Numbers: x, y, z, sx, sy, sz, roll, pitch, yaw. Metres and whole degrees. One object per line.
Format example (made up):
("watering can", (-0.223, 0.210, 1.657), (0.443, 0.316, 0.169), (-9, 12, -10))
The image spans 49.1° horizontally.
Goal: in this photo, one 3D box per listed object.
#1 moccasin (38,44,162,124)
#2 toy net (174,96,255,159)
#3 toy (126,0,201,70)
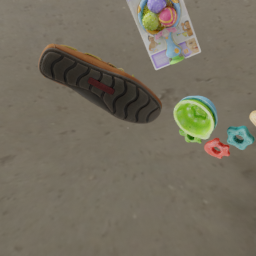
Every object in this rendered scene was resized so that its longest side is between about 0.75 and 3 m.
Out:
("moccasin", (-0.528, -0.957, 6.150), (2.808, 1.027, 1.084), (21, 26, -10))
("toy net", (2.279, 0.374, 5.425), (2.980, 1.563, 0.576), (27, 48, 26))
("toy", (0.863, -2.730, 7.191), (1.345, 2.336, 0.552), (-19, 24, 20))
